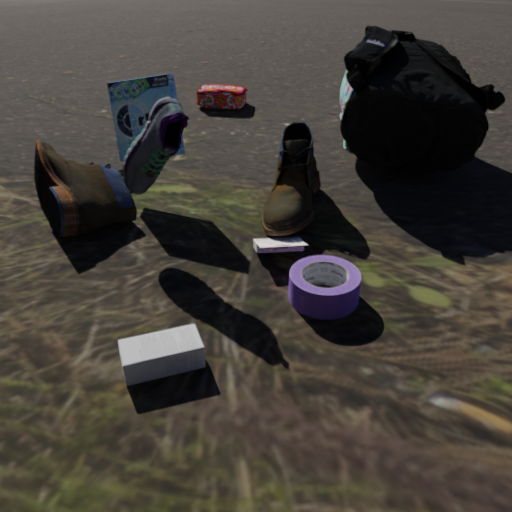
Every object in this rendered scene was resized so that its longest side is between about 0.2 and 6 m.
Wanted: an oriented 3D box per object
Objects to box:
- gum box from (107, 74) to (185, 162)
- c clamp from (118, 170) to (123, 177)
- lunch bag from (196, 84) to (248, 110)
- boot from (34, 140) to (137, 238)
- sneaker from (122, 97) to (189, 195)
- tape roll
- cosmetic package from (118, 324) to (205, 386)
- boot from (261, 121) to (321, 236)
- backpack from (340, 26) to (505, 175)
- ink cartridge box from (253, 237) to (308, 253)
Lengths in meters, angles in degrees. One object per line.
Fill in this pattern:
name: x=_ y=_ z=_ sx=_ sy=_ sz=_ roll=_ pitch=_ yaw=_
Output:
gum box: x=-2.426 y=-3.027 z=12.375 sx=1.466 sy=1.725 sz=0.384 roll=-2 pitch=14 yaw=16
c clamp: x=-3.237 y=-1.651 z=13.246 sx=1.271 sy=0.201 sz=1.488 roll=30 pitch=45 yaw=33
lunch bag: x=-1.124 y=-5.363 z=18.790 sx=1.608 sy=0.659 sz=1.417 roll=5 pitch=28 yaw=7
boot: x=-3.881 y=-1.540 z=12.347 sx=1.637 sy=1.262 sz=3.378 roll=-7 pitch=41 yaw=-30
sneaker: x=-1.862 y=-1.887 z=10.296 sx=0.739 sy=1.987 sz=0.870 roll=10 pitch=30 yaw=-35
tape roll: x=1.153 y=0.517 z=9.501 sx=1.207 sy=0.513 sz=1.207 roll=0 pitch=31 yaw=0
cosmetic package: x=-1.371 y=1.427 z=8.137 sx=1.160 sy=0.413 sz=0.588 roll=-10 pitch=34 yaw=-15
boot: x=0.665 y=-1.687 z=11.860 sx=1.197 sy=1.553 sz=3.204 roll=-2 pitch=29 yaw=15
backpack: x=3.643 y=-4.049 z=14.441 sx=3.775 sy=2.864 sz=4.524 roll=13 pitch=38 yaw=-6
ink cartridge box: x=0.459 y=-0.171 z=10.641 sx=0.926 sy=0.207 sz=0.816 roll=-3 pitch=14 yaw=-8
